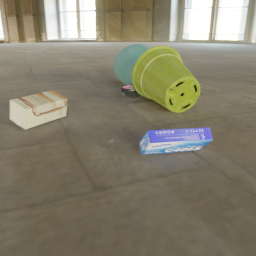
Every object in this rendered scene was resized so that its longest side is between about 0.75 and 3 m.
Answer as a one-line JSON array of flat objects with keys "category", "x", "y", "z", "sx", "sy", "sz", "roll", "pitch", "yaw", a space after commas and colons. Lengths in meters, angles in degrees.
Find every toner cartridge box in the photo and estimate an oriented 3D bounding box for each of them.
[{"category": "toner cartridge box", "x": 1.112, "y": 0.311, "z": 6.573, "sx": 1.551, "sy": 0.737, "sz": 0.335, "roll": -3, "pitch": 66, "yaw": -15}]

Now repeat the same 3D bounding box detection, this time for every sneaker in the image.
[{"category": "sneaker", "x": 0.365, "y": -1.638, "z": 12.005, "sx": 1.468, "sy": 0.590, "sz": 0.634, "roll": -2, "pitch": 24, "yaw": -24}]

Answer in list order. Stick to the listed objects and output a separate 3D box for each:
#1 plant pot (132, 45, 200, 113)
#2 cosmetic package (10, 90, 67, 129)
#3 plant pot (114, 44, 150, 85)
[{"category": "plant pot", "x": 1.543, "y": -1.659, "z": 10.426, "sx": 2.240, "sy": 2.240, "sz": 2.127, "roll": -7, "pitch": 34, "yaw": -18}, {"category": "cosmetic package", "x": -2.787, "y": -0.619, "z": 8.831, "sx": 0.826, "sy": 0.698, "sz": 1.599, "roll": 28, "pitch": 32, "yaw": 26}, {"category": "plant pot", "x": 0.532, "y": -2.692, "z": 13.195, "sx": 2.066, "sy": 2.066, "sz": 1.391, "roll": -8, "pitch": 43, "yaw": -19}]
